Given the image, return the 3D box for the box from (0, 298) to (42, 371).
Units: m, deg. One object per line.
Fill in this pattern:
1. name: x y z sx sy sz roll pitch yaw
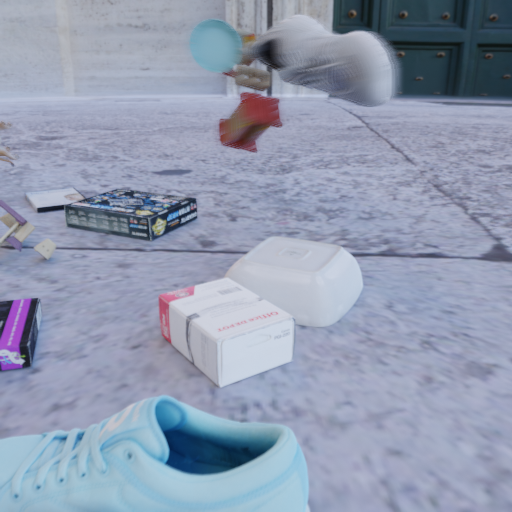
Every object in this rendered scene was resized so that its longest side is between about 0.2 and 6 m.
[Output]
1. box: -3.568 0.974 6.517 1.914 0.345 1.368 -4 20 -14

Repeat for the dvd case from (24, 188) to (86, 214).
1. dvd case: -4.655 -1.321 13.097 1.185 0.146 1.661 -11 23 -28

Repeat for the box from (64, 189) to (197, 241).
1. box: -2.513 -0.892 11.405 2.114 0.486 1.680 9 22 23

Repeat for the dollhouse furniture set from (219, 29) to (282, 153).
1. dollhouse furniture set: -0.187 -3.430 11.756 0.872 2.145 1.154 5 -19 -28

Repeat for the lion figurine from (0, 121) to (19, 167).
1. lion figurine: -3.716 -1.662 7.953 0.507 0.828 0.300 -2 11 12

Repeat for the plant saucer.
1. plant saucer: -0.776 -3.928 10.535 0.979 0.979 0.176 -5 5 -13

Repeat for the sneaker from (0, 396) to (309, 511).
1. sneaker: -0.939 1.443 4.092 2.703 1.108 0.999 2 19 5

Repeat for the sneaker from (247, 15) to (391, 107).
1. sneaker: 1.044 -3.208 9.688 1.302 1.186 3.175 -28 41 -18

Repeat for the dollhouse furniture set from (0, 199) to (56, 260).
1. dollhouse furniture set: -4.310 -0.097 9.806 1.107 1.236 1.559 -51 12 -14

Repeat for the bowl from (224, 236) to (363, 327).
1. bowl: 0.534 0.262 8.007 1.820 0.679 1.818 11 23 23

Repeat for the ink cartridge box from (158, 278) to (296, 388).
1. ink cartridge box: -0.362 0.830 6.522 1.034 0.602 1.419 -13 23 -32
